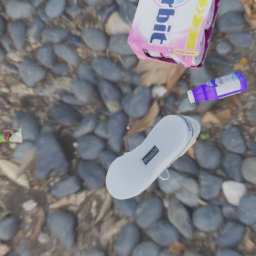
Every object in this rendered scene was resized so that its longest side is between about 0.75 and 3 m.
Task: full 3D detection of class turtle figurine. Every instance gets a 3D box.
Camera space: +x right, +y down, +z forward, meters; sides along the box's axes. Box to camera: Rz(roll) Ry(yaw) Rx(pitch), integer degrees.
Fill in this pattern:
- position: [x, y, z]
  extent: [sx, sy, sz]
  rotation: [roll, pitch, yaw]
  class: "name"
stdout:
- position: [-2.915, 0.021, 6.058]
  extent: [1.164, 0.864, 1.201]
  rotation: [-2, 52, -22]
  class: "turtle figurine"

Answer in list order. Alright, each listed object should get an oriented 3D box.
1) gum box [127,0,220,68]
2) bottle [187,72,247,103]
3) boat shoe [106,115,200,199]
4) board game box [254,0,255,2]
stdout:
- position: [0.891, -2.127, 4.837]
  extent: [1.212, 0.706, 2.136]
  rotation: [14, 84, 22]
  class: "gum box"
- position: [1.915, -0.851, 6.091]
  extent: [1.200, 0.501, 0.392]
  rotation: [-16, 118, 11]
  class: "bottle"
- position: [0.474, 0.525, 5.009]
  extent: [2.119, 0.903, 0.783]
  rotation: [-50, 61, 30]
  class: "boat shoe"
- position: [3.405, -3.112, 5.197]
  extent: [0.497, 2.147, 1.627]
  rotation: [2, 51, -29]
  class: "board game box"
